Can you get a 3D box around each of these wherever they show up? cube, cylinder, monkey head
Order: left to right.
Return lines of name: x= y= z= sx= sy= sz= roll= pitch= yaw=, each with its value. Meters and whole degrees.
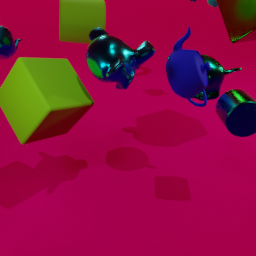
cube: x=-1.578 y=-0.536 z=5.350 sx=1.130 sy=1.130 sz=1.130 roll=-17 pitch=70 yaw=-53
cylinder: x=-1.126 y=-2.610 z=6.826 sx=1.041 sy=1.041 sz=1.041 roll=1 pitch=31 yaw=-13
monkey head: x=-0.178 y=-1.405 z=5.364 sx=1.229 sy=1.030 sz=1.709 roll=-37 pitch=44 yaw=13
monkey head: x=1.924 y=-1.352 z=7.392 sx=1.896 sy=1.143 sz=1.364 roll=14 pitch=16 yaw=18
cylinder: x=2.106 y=-0.293 z=5.300 sx=0.710 sy=0.710 sz=0.710 roll=0 pitch=27 yaw=0
cube: x=3.236 y=-3.042 z=6.747 sx=1.387 sy=1.387 sz=1.387 roll=-16 pitch=-4 yaw=-26

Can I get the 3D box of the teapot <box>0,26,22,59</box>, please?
teapot: x=-3.246 y=-2.158 z=6.823 sx=1.080 sy=0.850 sz=1.737 roll=5 pitch=1 yaw=25

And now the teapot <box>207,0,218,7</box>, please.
teapot: x=2.926 y=-4.193 z=9.076 sx=1.156 sy=0.566 sz=0.719 roll=22 pitch=53 yaw=15

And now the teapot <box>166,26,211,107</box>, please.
teapot: x=1.316 y=-1.253 z=5.972 sx=0.842 sy=1.720 sz=1.069 roll=-14 pitch=9 yaw=30

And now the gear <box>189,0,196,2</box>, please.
gear: x=2.071 y=-5.415 z=11.230 sx=1.428 sy=0.264 sz=1.428 roll=14 pitch=29 yaw=-8
